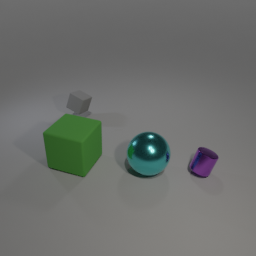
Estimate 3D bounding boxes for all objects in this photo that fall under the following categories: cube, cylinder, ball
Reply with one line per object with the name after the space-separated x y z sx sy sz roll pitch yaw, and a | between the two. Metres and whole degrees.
-2.059 -1.098 11.840 0.700 0.700 0.700 30 27 15 | cube
-1.781 0.534 9.348 1.400 1.400 1.400 12 33 16 | cube
2.432 1.077 8.983 0.700 0.700 0.700 18 22 -8 | cylinder
0.654 0.810 8.928 1.400 1.400 1.400 0 31 0 | ball
